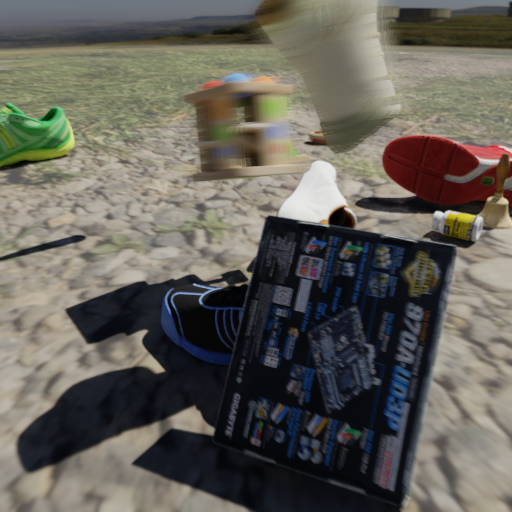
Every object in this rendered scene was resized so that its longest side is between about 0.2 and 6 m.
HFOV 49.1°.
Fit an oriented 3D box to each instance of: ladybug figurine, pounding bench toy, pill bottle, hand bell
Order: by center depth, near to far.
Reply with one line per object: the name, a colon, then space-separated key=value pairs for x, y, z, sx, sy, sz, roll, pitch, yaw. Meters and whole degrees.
pounding bench toy: x=0.027 y=-1.730 z=7.638 sx=1.032 sy=1.296 sz=1.662 roll=2 pitch=10 yaw=45
pill bottle: x=3.334 y=-0.510 z=9.321 sx=0.746 sy=0.419 sz=0.419 roll=16 pitch=29 yaw=31
hand bell: x=4.232 y=-1.158 z=9.720 sx=0.653 sy=1.255 sz=0.653 roll=0 pitch=25 yaw=0
ladybug figurine: x=1.797 y=-3.206 z=15.225 sx=0.782 sy=0.281 sz=0.531 roll=10 pitch=27 yaw=21

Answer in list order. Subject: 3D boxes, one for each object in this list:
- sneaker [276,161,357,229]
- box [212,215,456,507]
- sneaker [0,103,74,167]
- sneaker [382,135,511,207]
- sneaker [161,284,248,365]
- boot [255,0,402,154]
sneaker: x=1.138 y=-0.730 z=9.374 sx=1.166 sy=1.003 sz=2.754 roll=18 pitch=35 yaw=10
box: x=0.659 y=0.787 z=4.743 sx=1.647 sy=2.072 sz=0.477 roll=10 pitch=-7 yaw=22
sneaker: x=-5.977 y=-2.840 z=13.133 sx=1.234 sy=1.392 sz=3.331 roll=24 pitch=35 yaw=39
sneaker: x=4.155 y=-1.746 z=11.397 sx=3.239 sy=1.269 sz=1.871 roll=17 pitch=19 yaw=6
sneaker: x=0.148 y=0.637 z=5.998 sx=2.956 sy=1.151 sz=1.036 roll=16 pitch=30 yaw=30
boot: x=1.101 y=-2.393 z=6.023 sx=0.822 sy=1.763 sz=2.280 roll=4 pitch=47 yaw=47
